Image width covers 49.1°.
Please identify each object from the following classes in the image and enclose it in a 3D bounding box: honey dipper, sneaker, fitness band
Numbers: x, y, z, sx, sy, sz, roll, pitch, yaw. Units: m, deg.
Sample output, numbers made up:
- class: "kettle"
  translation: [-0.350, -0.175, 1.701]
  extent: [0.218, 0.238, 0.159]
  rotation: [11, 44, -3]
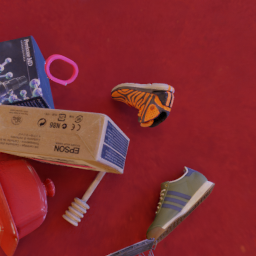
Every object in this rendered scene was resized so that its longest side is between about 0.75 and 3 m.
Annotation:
- class: "honey dipper"
  translation: [-0.761, 1.312, 6.998]
  extent: [0.443, 0.443, 2.330]
  rotation: [32, 73, 10]
- class: "sneaker"
  translation: [1.049, 1.750, 6.708]
  extent: [2.070, 0.694, 0.929]
  rotation: [-37, 59, -17]
- class: "fitness band"
  translation: [-1.447, -1.262, 6.111]
  extent: [0.150, 0.799, 0.574]
  rotation: [33, 100, 41]
- class: "sneaker"
  translation: [0.253, -0.563, 7.119]
  extent: [1.837, 0.713, 1.029]
  rotation: [3, 80, 38]

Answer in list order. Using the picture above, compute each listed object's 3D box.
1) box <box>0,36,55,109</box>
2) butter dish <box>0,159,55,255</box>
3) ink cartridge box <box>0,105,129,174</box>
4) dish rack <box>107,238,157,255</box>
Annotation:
- class: "box"
  translation: [-3.348, -1.047, 7.270]
  extent: [2.435, 1.304, 1.807]
  rotation: [-14, 71, -5]
- class: "butter dish"
  translation: [-2.384, 1.574, 6.343]
  extent: [1.481, 2.004, 1.999]
  rotation: [-17, 66, -35]
- class: "ink cartridge box"
  translation: [-1.431, 0.307, 6.189]
  extent: [2.524, 2.079, 0.948]
  rotation: [5, 75, 15]
- class: "dish rack"
  translation: [-0.058, 2.937, 5.583]
  extent: [1.465, 1.909, 0.521]
  rotation: [-15, 47, -22]
